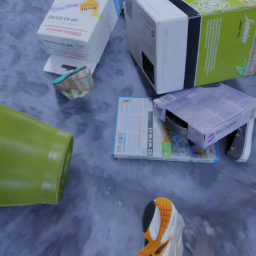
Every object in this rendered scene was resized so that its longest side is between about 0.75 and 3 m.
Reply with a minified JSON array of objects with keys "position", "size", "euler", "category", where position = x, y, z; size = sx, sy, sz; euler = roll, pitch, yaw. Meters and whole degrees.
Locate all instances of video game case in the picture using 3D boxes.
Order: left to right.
[{"position":[0.939,-0.016,7.145],"size":[2.535,0.226,1.814],"euler":[3,56,2],"category":"video game case"}]

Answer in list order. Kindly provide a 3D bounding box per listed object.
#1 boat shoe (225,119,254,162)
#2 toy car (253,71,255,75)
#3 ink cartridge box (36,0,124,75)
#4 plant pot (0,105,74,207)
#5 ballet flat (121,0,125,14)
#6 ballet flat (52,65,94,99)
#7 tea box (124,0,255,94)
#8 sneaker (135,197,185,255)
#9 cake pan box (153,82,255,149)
[{"position":[2.656,-0.013,6.904],"size":[0.579,0.611,1.748],"euler":[19,65,-6],"category":"boat shoe"},{"position":[3.543,-2.246,8.366],"size":[1.108,1.064,1.349],"euler":[5,86,7],"category":"toy car"},{"position":[-1.435,-2.981,8.198],"size":[1.668,0.983,2.897],"euler":[14,70,17],"category":"ink cartridge box"},{"position":[-2.347,0.639,5.715],"size":[2.223,2.309,2.309],"euler":[12,57,-5],"category":"plant pot"},{"position":[-0.055,-4.103,9.428],"size":[2.210,0.764,0.786],"euler":[35,43,24],"category":"ballet flat"},{"position":[-1.432,-1.091,7.247],"size":[0.699,2.053,0.690],"euler":[-35,108,-20],"category":"ballet flat"},{"position":[1.593,-2.599,7.466],"size":[2.754,1.871,2.800],"euler":[-13,41,-10],"category":"tea box"},{"position":[0.611,2.459,5.116],"size":[0.818,0.994,2.162],"euler":[-4,52,44],"category":"sneaker"},{"position":[1.814,-0.469,6.711],"size":[1.918,0.502,1.766],"euler":[-28,40,-23],"category":"cake pan box"}]
